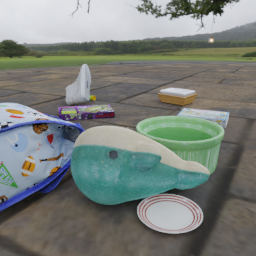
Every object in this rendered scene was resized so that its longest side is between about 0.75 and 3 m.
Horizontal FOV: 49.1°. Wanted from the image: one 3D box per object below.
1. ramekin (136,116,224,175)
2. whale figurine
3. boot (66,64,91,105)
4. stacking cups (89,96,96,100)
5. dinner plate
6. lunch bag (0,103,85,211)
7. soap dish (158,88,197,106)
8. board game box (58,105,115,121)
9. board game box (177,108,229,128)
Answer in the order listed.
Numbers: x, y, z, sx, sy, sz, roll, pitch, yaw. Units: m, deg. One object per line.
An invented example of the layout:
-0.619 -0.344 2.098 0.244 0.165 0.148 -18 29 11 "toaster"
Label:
1.281 0.466 7.144 2.155 1.053 2.155 0 18 0 "ramekin"
0.180 0.928 5.545 2.678 1.390 2.131 16 -20 -9 "whale figurine"
-2.578 -2.222 14.154 1.193 0.918 2.496 -11 49 11 "boot"
-2.147 -1.664 15.197 0.863 0.261 0.261 10 20 32 "stacking cups"
0.765 1.582 5.162 1.195 0.145 1.195 -1 17 0 "dinner plate"
-2.729 0.443 6.017 2.534 1.846 2.980 15 31 41 "lunch bag"
2.529 -1.613 14.358 1.606 0.652 1.264 16 23 39 "soap dish"
-1.804 -0.677 12.004 2.288 0.370 1.373 -4 22 -13 "board game box"
3.000 -0.424 11.165 1.856 0.318 1.247 7 19 22 "board game box"
